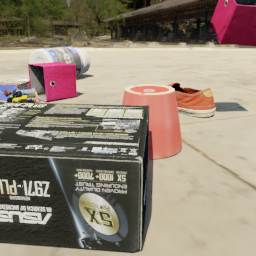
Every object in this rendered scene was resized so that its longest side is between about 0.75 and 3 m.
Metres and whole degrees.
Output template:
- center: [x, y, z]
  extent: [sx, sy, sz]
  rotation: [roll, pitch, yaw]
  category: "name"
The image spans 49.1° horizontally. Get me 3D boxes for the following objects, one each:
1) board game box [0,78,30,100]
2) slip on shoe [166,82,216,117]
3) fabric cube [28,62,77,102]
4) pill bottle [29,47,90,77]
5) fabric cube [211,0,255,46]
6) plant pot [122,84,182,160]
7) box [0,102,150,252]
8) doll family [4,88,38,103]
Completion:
- center: [-4.211, -1.459, 10.515]
  extent: [0.973, 0.591, 1.220]
  rotation: [4, 20, 12]
  category: "board game box"
- center: [1.368, -1.022, 8.837]
  extent: [2.892, 0.885, 1.071]
  rotation: [14, 25, 39]
  category: "slip on shoe"
- center: [-2.773, -1.743, 10.355]
  extent: [1.281, 1.261, 1.285]
  rotation: [-15, 23, -40]
  category: "fabric cube"
- center: [-3.290, -3.209, 14.005]
  extent: [1.606, 1.606, 2.823]
  rotation: [12, 23, 31]
  category: "pill bottle"
- center: [2.788, -2.776, 6.895]
  extent: [1.048, 1.044, 1.028]
  rotation: [2, 53, -7]
  category: "fabric cube"
- center: [0.439, -0.199, 5.864]
  extent: [1.442, 1.276, 1.442]
  rotation: [0, 20, 0]
  category: "plant pot"
- center: [-1.084, 0.452, 4.077]
  extent: [2.744, 1.181, 2.247]
  rotation: [2, 19, 5]
  category: "box"
- center: [-3.447, -0.935, 9.040]
  extent: [0.991, 0.673, 1.715]
  rotation: [-12, 17, -19]
  category: "doll family"
